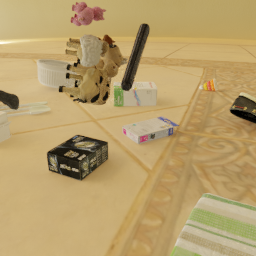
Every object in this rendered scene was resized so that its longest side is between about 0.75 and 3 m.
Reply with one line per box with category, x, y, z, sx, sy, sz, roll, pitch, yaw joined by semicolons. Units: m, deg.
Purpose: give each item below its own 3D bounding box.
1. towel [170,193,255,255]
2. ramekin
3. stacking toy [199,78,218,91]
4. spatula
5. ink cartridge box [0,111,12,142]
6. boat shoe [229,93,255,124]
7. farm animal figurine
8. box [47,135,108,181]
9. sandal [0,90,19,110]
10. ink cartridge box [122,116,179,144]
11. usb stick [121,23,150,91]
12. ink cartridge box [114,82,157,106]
towel;1.879;2.136;5.263;1.685;0.347;2.258;11;27;29
ramekin;-4.001;-3.072;15.917;2.319;1.217;2.319;10;20;-3
stacking toy;4.471;-2.327;15.615;0.955;0.698;0.698;-10;17;27
spatula;-4.781;-0.841;12.395;2.518;0.202;1.751;-8;25;-18
ink cartridge box;-4.795;-0.024;9.453;1.515;0.949;0.974;9;25;21
boat shoe;5.165;-0.306;10.307;2.906;1.063;0.911;35;84;36
farm animal figurine;-0.751;-1.669;7.300;1.423;2.285;2.830;13;1;-3
box;-1.395;0.790;7.973;1.139;0.599;1.391;13;26;26
sandal;-3.344;-0.804;7.713;0.229;0.407;1.070;8;-13;13
ink cartridge box;0.829;0.046;10.060;1.792;0.376;1.069;-16;28;-27
usb stick;0.277;-2.533;9.906;0.416;2.552;0.708;18;-16;-1
ink cartridge box;0.318;-1.663;13.484;2.015;0.846;1.459;-1;23;-2
